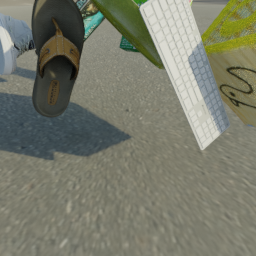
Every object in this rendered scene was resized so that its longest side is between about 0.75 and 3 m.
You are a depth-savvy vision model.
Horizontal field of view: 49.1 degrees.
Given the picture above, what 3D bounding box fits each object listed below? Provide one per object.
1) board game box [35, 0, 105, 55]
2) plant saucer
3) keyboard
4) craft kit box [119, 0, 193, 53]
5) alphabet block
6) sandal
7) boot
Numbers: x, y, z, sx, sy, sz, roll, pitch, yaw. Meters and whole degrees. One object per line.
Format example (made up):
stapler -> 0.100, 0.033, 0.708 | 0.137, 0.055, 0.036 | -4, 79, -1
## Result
board game box -> -1.999, -3.407, 10.059 | 0.368, 2.616, 1.769 | 46, 12, 7
plant saucer -> 0.085, -2.149, 6.022 | 0.428, 2.753, 2.753 | -45, 32, 10
keyboard -> 1.099, -0.881, 4.818 | 0.828, 2.941, 0.157 | -42, 33, -17
craft kit box -> 1.021, -4.039, 10.378 | 2.524, 2.493, 0.612 | 16, 3, 37
alphabet block -> 3.114, -1.535, 5.597 | 2.373, 2.416, 2.360 | -52, 19, -8
sandal -> -1.564, -1.427, 6.055 | 1.151, 2.816, 0.769 | 5, 25, -24
boot -> -2.590, -1.975, 6.478 | 1.010, 0.777, 2.114 | -1, 50, -37
